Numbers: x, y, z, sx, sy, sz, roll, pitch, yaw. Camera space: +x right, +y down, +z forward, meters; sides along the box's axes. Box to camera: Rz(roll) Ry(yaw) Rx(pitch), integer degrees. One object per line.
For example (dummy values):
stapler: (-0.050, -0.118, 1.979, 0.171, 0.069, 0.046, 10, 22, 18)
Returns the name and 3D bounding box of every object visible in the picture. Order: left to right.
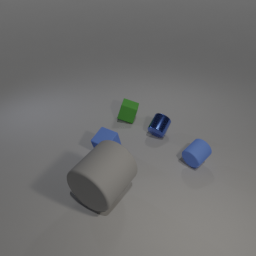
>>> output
cylinder: (-0.679, 1.272, 7.582, 1.400, 1.400, 1.400, 18, 43, 29)
cube: (-0.756, 0.512, 9.786, 0.700, 0.700, 0.700, 20, 57, 27)
cube: (0.011, -0.737, 11.983, 0.700, 0.700, 0.700, 19, 31, -2)
cylinder: (1.213, -0.099, 10.843, 0.700, 0.700, 0.700, 18, 67, 29)
cylinder: (2.243, 0.821, 9.151, 0.700, 0.700, 0.700, -38, 45, -25)
